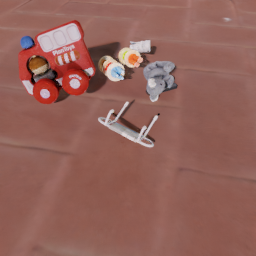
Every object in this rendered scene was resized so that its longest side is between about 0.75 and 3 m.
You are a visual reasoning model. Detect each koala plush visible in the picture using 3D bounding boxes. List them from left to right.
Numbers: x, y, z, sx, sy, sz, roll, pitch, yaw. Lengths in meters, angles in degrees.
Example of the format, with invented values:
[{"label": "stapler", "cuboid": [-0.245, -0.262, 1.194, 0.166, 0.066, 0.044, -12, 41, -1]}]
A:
[{"label": "koala plush", "cuboid": [0.849, -1.387, 8.495, 0.970, 0.936, 1.056, 9, 59, 14]}]

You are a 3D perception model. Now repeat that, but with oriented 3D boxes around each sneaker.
[{"label": "sneaker", "cuboid": [0.421, -2.910, 10.063, 0.661, 0.432, 1.150, -2, 10, -7]}]

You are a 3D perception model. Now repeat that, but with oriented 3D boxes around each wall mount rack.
[{"label": "wall mount rack", "cuboid": [0.096, -0.151, 7.055, 1.545, 0.576, 1.342, 27, 18, 10]}]

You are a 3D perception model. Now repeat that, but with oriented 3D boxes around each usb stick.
[{"label": "usb stick", "cuboid": [1.087, -1.260, 9.000, 1.078, 0.176, 0.299, -17, 43, -19]}]

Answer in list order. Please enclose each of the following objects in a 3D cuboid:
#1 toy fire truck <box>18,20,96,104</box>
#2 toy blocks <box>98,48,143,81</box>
[{"label": "toy fire truck", "cuboid": [-2.105, -1.867, 8.047, 2.248, 1.888, 1.260, -15, 28, 10]}, {"label": "toy blocks", "cuboid": [-0.127, -2.033, 9.027, 1.377, 0.600, 1.653, -25, 30, -9]}]
